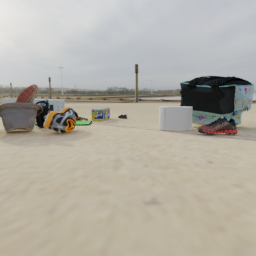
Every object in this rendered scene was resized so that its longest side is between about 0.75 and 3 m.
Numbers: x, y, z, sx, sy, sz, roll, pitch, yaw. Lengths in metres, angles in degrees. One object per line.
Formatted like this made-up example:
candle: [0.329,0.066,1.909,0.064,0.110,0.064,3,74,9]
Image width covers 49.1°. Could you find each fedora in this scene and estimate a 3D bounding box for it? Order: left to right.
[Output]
fedora: [-3.949,-0.303,10.138,1.691,0.863,1.911,-1,-7,-33]

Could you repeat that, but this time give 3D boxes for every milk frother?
milk frother: [-3.760,-0.548,11.628,1.027,0.966,0.927,14,40,22]

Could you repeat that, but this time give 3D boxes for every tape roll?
tape roll: [1.860,-0.394,10.991,1.312,0.901,1.312,0,7,0]

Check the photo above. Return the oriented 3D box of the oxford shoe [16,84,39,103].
oxford shoe: [-3.843,-0.848,10.539,0.623,1.759,0.649,43,6,39]

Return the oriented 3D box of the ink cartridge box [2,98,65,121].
ink cartridge box: [-4.948,-0.990,14.891,1.988,1.126,2.712,3,5,22]

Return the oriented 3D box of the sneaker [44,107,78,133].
sneaker: [-2.250,-0.211,10.242,0.819,0.830,2.121,24,15,7]

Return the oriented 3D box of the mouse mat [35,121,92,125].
mouse mat: [-2.986,-0.245,13.365,2.464,0.093,1.983,0,6,-3]

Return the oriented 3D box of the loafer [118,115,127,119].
loafer: [-0.295,-0.686,16.377,0.296,0.259,0.824,-4,8,-34]

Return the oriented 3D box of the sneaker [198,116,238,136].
sneaker: [3.020,-0.083,9.449,1.328,0.649,0.470,-1,9,1]

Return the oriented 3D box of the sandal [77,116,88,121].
sandal: [-2.510,-0.453,14.548,0.988,0.267,0.397,14,1,-42]

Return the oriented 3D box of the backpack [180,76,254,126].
backpack: [3.860,-1.157,11.827,2.860,2.192,2.514,-21,20,-41]

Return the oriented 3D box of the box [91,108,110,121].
box: [-1.482,-0.780,15.553,0.689,0.632,1.966,0,7,6]
